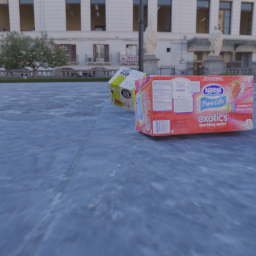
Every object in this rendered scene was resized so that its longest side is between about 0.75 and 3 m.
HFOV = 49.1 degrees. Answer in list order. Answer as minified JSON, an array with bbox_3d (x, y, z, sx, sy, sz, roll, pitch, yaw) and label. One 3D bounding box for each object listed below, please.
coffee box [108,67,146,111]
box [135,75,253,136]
[{"bbox_3d":[0.003,-1.668,11.986,1.201,1.212,1.214,20,52,23],"label":"coffee box"},{"bbox_3d":[1.786,-0.674,7.808,2.999,1.539,1.420,-4,6,-15],"label":"box"}]
